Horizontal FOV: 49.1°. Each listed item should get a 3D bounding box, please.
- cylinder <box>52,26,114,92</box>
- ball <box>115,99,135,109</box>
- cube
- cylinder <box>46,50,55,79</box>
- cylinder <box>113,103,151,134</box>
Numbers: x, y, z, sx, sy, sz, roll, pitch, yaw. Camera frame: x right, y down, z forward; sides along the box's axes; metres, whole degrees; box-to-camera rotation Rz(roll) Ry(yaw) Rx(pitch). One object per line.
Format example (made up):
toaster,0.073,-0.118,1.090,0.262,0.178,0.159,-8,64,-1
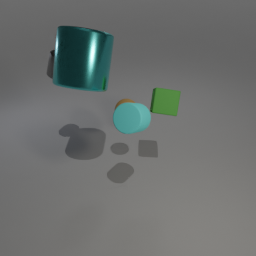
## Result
cylinder,-1.127,-1.713,7.052,1.400,1.400,1.400,8,12,-2
ball,-0.047,-0.521,8.306,0.700,0.700,0.700,0,32,0
cube,1.042,-0.743,7.975,0.700,0.700,0.700,8,5,-1
cylinder,-2.018,-1.861,8.329,0.700,0.700,0.700,15,31,-9
cylinder,0.101,-0.231,6.506,0.700,0.700,0.700,13,8,20
